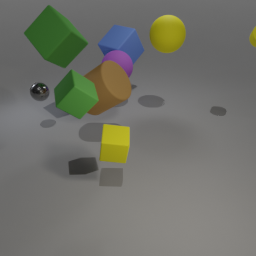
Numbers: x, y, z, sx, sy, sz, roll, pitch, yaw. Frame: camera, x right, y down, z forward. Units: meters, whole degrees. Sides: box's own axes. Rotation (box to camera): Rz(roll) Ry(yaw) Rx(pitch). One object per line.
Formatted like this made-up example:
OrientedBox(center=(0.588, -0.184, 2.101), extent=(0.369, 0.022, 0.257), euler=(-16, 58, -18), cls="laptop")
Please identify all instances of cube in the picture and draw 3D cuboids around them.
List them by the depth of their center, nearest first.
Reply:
OrientedBox(center=(-1.211, -0.774, 6.499), extent=(0.700, 0.700, 0.700), euler=(30, 28, -38), cls="cube")
OrientedBox(center=(-0.352, 0.412, 7.302), extent=(0.700, 0.700, 0.700), euler=(6, 42, -5), cls="cube")
OrientedBox(center=(-2.618, -3.310, 10.355), extent=(1.400, 1.400, 1.400), euler=(50, 12, 12), cls="cube")
OrientedBox(center=(-0.314, -3.912, 13.588), extent=(1.400, 1.400, 1.400), euler=(26, 72, 36), cls="cube")

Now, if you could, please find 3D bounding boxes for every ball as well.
OrientedBox(center=(-3.289, -1.346, 10.441), extent=(0.700, 0.700, 0.700), euler=(0, 30, 0), cls="ball")
OrientedBox(center=(1.530, -3.629, 10.865), extent=(1.400, 1.400, 1.400), euler=(0, 30, 0), cls="ball")
OrientedBox(center=(-0.481, -2.686, 12.300), extent=(1.400, 1.400, 1.400), euler=(0, 30, 0), cls="ball")

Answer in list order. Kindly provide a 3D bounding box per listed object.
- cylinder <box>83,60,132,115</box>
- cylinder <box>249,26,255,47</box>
OrientedBox(center=(-0.842, -1.310, 9.337), extent=(1.400, 1.400, 1.400), euler=(-25, 14, 35), cls="cylinder")
OrientedBox(center=(4.625, -3.201, 9.672), extent=(0.700, 0.700, 0.700), euler=(8, 4, 14), cls="cylinder")
